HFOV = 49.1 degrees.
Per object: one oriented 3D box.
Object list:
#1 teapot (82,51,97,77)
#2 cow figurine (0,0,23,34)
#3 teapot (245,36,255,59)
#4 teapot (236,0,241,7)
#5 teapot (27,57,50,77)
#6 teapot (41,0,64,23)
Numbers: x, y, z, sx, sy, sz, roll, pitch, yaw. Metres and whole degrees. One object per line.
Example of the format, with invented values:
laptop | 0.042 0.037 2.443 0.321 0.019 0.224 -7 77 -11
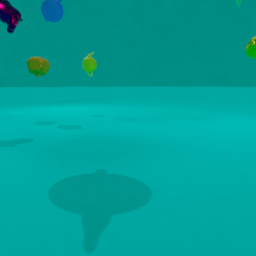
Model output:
teapot | -1.593 -2.724 11.910 0.660 1.061 0.519 15 18 42
cow figurine | -3.266 -3.224 7.342 1.139 1.121 0.625 26 -16 -28
teapot | 4.055 -2.481 8.692 1.233 0.766 0.604 11 30 -45
teapot | 2.317 -3.444 5.991 0.757 1.545 0.961 -9 13 -41
teapot | -3.164 -2.135 9.887 0.798 0.628 1.284 9 -10 -28
teapot | -2.608 -4.085 9.741 1.256 0.781 0.615 -38 23 36
